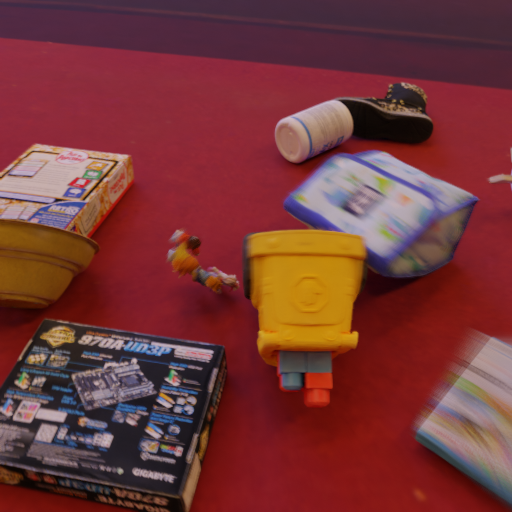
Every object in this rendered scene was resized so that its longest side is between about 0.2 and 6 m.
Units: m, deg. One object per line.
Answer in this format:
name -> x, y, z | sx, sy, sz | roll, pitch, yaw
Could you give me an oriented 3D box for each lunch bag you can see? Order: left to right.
lunch bag -> 2.094, -0.697, 9.649 | 2.613, 1.665, 2.222 | -21, 44, -38

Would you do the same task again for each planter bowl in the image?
planter bowl -> -3.848, 0.248, 8.902 | 2.562, 2.562, 1.067 | 1, 77, 1

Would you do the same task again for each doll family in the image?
doll family -> -0.931, 0.254, 9.153 | 0.665, 1.475, 0.915 | -51, 26, -15

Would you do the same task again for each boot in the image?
boot -> 3.089, -3.651, 13.837 | 2.494, 0.900, 1.884 | 13, 41, 6

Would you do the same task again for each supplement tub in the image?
supplement tub -> 1.315, -2.843, 12.800 | 1.582, 1.043, 1.043 | -28, 49, -28

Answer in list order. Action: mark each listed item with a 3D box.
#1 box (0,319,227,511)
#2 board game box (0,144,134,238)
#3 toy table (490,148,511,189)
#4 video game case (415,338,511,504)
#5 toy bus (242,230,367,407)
box -> -2.026, 2.061, 7.566 | 2.863, 0.659, 2.276 | 7, 42, 8
board game box -> -4.029, -1.166, 10.986 | 2.256, 0.690, 2.978 | 9, 38, 9
toy table -> 5.118, -1.489, 10.703 | 0.661, 1.037, 1.128 | 7, 66, -38
video game case -> 3.437, 2.156, 7.531 | 1.633, 0.203, 2.282 | 29, 47, 32
toy bus -> 0.648, 0.950, 8.055 | 1.678, 2.472, 2.373 | -1, 76, -2
